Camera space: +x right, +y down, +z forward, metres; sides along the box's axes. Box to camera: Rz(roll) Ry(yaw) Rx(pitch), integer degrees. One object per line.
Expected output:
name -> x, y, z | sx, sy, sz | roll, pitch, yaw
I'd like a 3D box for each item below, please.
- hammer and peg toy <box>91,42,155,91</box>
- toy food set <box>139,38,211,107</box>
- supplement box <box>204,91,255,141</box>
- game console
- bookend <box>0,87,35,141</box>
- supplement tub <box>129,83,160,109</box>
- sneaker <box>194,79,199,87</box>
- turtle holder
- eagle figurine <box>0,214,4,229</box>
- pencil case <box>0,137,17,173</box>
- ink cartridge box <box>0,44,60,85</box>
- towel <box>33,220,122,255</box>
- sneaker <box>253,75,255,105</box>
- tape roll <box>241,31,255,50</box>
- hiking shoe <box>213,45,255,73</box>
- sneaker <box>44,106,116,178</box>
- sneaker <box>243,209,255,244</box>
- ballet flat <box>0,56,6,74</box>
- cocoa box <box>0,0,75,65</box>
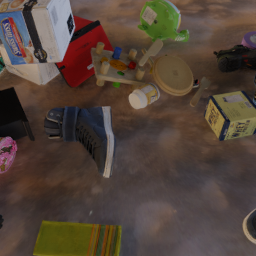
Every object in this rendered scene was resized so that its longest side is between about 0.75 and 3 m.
hammer and peg toy -> -0.044, -2.404, 11.186 | 2.789, 0.984, 2.052 | 5, 44, -22
toy food set -> 1.707, -1.987, 10.649 | 2.696, 0.541, 1.861 | 39, 60, -2
supplement box -> 3.504, -0.434, 9.445 | 1.332, 0.895, 1.333 | -10, 47, -9
game console -> -2.419, -3.353, 11.854 | 1.754, 2.547, 2.956 | -1, 35, 46
bookend -> -4.382, -0.183, 9.183 | 1.988, 0.922, 2.001 | -22, 50, -20
supplement tub -> 0.590, -1.165, 10.228 | 0.995, 0.720, 0.720 | -32, 54, -32
sneaker -> 2.457, -1.751, 11.105 | 0.783, 0.331, 0.293 | -21, 50, -18
turtle holder -> 1.828, -5.150, 13.356 | 2.374, 1.804, 1.686 | 21, 38, 27
eagle figurine -> -4.161, 2.373, 6.806 | 1.786, 1.348, 1.355 | -9, 84, -50
pencil case -> -4.751, 0.579, 8.346 | 2.746, 1.137, 1.188 | 12, 81, 11
ink cartridge box -> -3.547, -3.366, 12.018 | 2.142, 1.237, 2.934 | 23, 50, 20
towel -> -1.212, 2.752, 6.896 | 2.064, 0.186, 0.888 | 3, 45, 3
sneaker -> 5.254, -1.701, 10.679 | 0.746, 0.872, 2.104 | 17, 49, 14
tape roll -> 5.997, -3.671, 12.686 | 1.670, 0.709, 1.670 | 1, 47, -1
hiking shoe -> 5.085, -3.143, 11.960 | 2.672, 1.012, 1.345 | -3, 50, -1
sneaker -> -1.469, 0.340, 8.420 | 2.116, 1.114, 2.929 | 2, 36, -12
sneaker -> 4.210, 1.779, 6.577 | 2.822, 2.039, 1.073 | -12, 49, -10
ballet flat -> -5.457, -2.665, 11.887 | 0.568, 0.568, 1.584 | 16, 48, 15
cocoa box -> -3.102, -3.677, 9.722 | 1.804, 1.833, 2.749 | -3, 43, 5
